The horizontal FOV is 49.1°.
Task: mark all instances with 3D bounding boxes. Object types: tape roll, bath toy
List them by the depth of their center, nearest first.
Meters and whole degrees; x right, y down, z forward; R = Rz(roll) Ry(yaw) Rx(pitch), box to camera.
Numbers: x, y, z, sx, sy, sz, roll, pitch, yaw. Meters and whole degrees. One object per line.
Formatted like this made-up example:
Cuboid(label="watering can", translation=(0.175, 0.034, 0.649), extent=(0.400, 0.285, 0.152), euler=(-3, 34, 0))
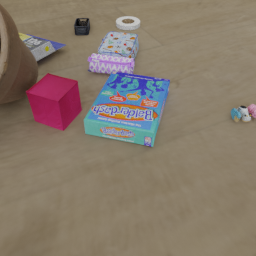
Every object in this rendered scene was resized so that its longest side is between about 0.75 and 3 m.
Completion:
Cuboid(label="bath toy", translation=(3.252, -0.440, 7.295), extent=(1.050, 0.388, 0.457), euler=(-14, 78, -9))
Cuboid(label="tape roll", translation=(0.007, -4.348, 11.615), extent=(1.025, 0.187, 1.025), euler=(1, 43, -1))

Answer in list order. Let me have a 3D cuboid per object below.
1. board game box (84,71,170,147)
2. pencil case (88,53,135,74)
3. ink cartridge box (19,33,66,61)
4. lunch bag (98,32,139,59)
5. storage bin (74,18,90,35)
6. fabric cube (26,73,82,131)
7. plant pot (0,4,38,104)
Cuboid(label="board game box", translation=(0.064, -0.612, 7.414), extent=(1.738, 0.514, 2.286), euler=(10, 44, 11))
Cuboid(label="pencil case", translation=(-0.514, -1.999, 8.782), extent=(1.466, 0.627, 0.615), euler=(7, 77, 6))
Cuboid(label="ink cartridge box", translation=(-3.786, -2.805, 9.631), extent=(2.334, 0.555, 2.362), euler=(23, 51, 30))
Cuboid(label="lunch bag", translation=(-0.345, -2.739, 9.624), extent=(1.291, 0.608, 1.611), euler=(7, 45, 11))
Cuboid(label="storage bin", translation=(-1.818, -4.037, 11.152), extent=(0.547, 0.379, 0.808), euler=(0, 44, 0))
Cuboid(label="fabric cube", translation=(-1.855, -0.681, 7.174), extent=(0.963, 0.960, 0.945), euler=(17, 47, 17))
Cuboid(label="plant pot", translation=(-3.467, -1.564, 6.827), extent=(2.794, 2.437, 2.794), euler=(0, 87, 11))
